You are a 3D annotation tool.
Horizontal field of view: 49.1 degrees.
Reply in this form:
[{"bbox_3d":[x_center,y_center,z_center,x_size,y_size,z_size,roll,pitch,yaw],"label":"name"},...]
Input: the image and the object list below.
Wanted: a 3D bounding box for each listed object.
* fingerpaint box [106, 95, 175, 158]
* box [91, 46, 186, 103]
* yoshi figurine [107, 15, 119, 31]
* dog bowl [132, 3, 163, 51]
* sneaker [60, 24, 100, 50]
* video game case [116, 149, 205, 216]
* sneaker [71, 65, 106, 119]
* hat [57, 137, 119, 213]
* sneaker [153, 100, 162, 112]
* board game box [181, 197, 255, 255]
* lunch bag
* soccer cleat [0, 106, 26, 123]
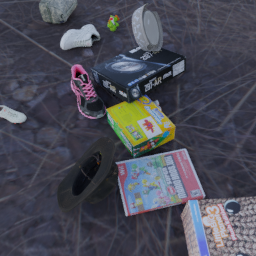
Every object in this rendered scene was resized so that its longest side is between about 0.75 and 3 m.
[{"bbox_3d":[0.411,-0.135,9.740,1.634,0.718,1.958,-25,52,-17],"label":"fingerpaint box"},{"bbox_3d":[0.421,-2.281,10.985,2.957,0.644,2.369,-31,44,-23],"label":"box"},{"bbox_3d":[-0.723,-5.032,13.581,0.556,0.558,0.992,26,47,-11],"label":"yoshi figurine"},{"bbox_3d":[0.765,-3.871,10.966,0.531,1.809,1.809,-6,48,31],"label":"dog bowl"},{"bbox_3d":[-2.098,-3.996,12.641,1.959,0.763,0.974,-34,64,-21],"label":"sneaker"},{"bbox_3d":[0.948,1.645,8.832,2.473,0.216,1.768,-11,55,-7],"label":"video game case"},{"bbox_3d":[-1.576,-1.427,10.497,0.972,1.174,2.461,-22,58,-18],"label":"sneaker"},{"bbox_3d":[-0.973,1.533,8.337,2.498,1.008,2.498,-36,29,24],"label":"hat"},{"bbox_3d":[1.048,-0.713,10.546,0.355,0.292,0.772,-14,47,-1],"label":"sneaker"},{"bbox_3d":[2.843,2.938,7.269,2.472,1.197,1.971,-3,54,-3],"label":"board game box"},{"bbox_3d":[-3.370,-5.918,13.763,1.363,1.132,1.625,11,54,15],"label":"lunch bag"},{"bbox_3d":[-4.351,-0.522,10.236,1.296,0.503,0.449,16,55,11],"label":"soccer cleat"}]
